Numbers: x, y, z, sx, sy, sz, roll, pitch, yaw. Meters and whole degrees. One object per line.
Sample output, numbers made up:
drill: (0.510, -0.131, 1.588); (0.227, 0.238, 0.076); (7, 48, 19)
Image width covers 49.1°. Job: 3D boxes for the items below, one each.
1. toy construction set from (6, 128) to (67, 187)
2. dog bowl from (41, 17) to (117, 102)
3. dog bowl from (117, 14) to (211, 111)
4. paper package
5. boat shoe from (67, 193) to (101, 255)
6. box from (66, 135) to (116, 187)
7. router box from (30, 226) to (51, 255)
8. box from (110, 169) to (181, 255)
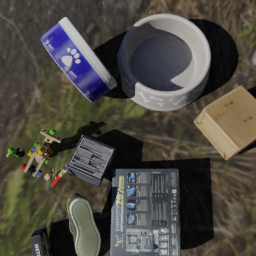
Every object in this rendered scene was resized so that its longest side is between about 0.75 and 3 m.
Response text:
toy construction set: (-2.086, 0.679, 7.272); (1.415, 1.180, 1.087); (44, 111, 7)
dog bowl: (-1.270, -1.772, 7.473); (0.858, 2.177, 2.177); (-37, 78, 2)
dog bowl: (1.063, -2.014, 8.264); (2.930, 0.859, 2.930); (0, 76, -1)
paper package: (2.903, -0.174, 7.663); (1.565, 0.810, 1.492); (-32, 72, -19)
boat shoe: (-1.119, 2.496, 7.054); (0.649, 0.548, 1.821); (-13, 107, -22)
box: (-0.994, 0.886, 7.538); (1.002, 0.617, 0.994); (23, 63, 4)
router box: (-2.122, 3.046, 6.907); (0.262, 0.789, 1.003); (-11, 87, -7)
box: (0.456, 2.168, 7.242); (1.751, 0.566, 2.220); (-2, 75, 8)
